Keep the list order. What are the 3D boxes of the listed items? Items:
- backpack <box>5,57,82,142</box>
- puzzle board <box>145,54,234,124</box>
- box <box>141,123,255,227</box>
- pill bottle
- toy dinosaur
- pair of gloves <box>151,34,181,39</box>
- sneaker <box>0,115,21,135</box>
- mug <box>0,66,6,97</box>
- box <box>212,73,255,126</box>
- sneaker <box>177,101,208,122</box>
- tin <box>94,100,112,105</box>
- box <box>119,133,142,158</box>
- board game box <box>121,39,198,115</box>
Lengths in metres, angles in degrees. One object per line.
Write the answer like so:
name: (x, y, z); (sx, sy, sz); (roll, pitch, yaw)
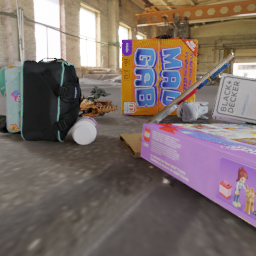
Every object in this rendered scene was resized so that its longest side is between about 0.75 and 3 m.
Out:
backpack: (-1.763, -0.675, 6.141); (1.494, 1.713, 1.948); (4, 15, 6)
puzzle board: (1.586, -0.918, 7.395); (2.577, 0.224, 1.942); (-39, -2, 15)
box: (1.618, 0.409, 3.280); (1.955, 0.559, 2.857); (0, 9, -22)
pill bottle: (-0.871, 0.060, 5.656); (0.483, 0.483, 0.867); (-1, 11, -4)
toy dinosaur: (-1.200, -0.611, 8.989); (2.032, 1.038, 1.379); (25, 35, 23)
pair of gloves: (1.285, -3.039, 9.406); (0.766, 0.106, 0.860); (7, 12, 36)
sneaker: (-2.523, -0.065, 6.676); (1.305, 0.495, 0.592); (-14, 29, -41)
mug: (-5.896, -2.276, 15.328); (2.233, 1.381, 1.835); (9, -26, -20)
box: (2.902, -0.307, 5.136); (2.550, 0.767, 1.487); (12, 3, 18)
sneaker: (2.069, -0.537, 8.556); (0.924, 0.604, 1.608); (-2, 9, -2)
tin: (-1.320, -1.219, 13.506); (1.131, 0.237, 0.633); (2, 15, 10)
box: (0.666, 0.275, 5.321); (1.455, 0.155, 1.189); (-2, 12, -14)
board game box: (1.007, -1.901, 10.631); (2.545, 2.546, 2.544); (0, 10, -1)
